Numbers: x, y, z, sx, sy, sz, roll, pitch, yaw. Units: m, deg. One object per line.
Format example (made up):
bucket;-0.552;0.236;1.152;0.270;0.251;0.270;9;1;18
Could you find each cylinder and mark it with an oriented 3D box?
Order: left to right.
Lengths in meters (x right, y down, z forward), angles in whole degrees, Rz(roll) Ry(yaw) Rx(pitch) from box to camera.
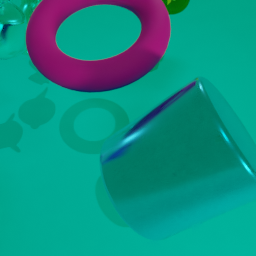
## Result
cylinder;1.190;-3.727;7.234;1.099;1.099;1.099;16;61;15
cylinder;0.573;0.331;2.916;1.262;1.262;1.262;-34;40;25

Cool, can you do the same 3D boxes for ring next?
ring;-0.397;-1.298;3.695;1.907;0.381;1.907;-2;64;4

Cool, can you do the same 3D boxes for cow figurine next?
cow figurine;-2.527;-2.637;7.314;0.805;1.467;1.444;4;40;-47

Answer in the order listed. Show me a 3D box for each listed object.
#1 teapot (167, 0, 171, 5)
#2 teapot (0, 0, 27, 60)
teapot;1.125;-3.173;6.135;0.888;0.699;1.429;-48;17;-18
teapot;-2.053;-1.672;4.375;1.076;0.847;1.730;19;39;-22
